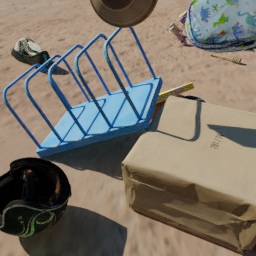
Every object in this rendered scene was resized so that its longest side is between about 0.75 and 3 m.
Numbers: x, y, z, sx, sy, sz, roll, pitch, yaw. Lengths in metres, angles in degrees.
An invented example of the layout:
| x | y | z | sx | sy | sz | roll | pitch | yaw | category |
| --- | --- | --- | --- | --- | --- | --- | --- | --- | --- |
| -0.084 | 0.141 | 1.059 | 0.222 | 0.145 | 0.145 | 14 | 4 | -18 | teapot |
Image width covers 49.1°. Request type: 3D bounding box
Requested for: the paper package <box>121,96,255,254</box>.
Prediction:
| x | y | z | sx | sy | sz | roll | pitch | yaw | category |
| --- | --- | --- | --- | --- | --- | --- | --- | --- | --- |
| 1.464 | 0.676 | 5.588 | 2.453 | 1.331 | 2.573 | 16 | 40 | 20 | paper package |

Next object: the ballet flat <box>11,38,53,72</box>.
| x | y | z | sx | sy | sz | roll | pitch | yaw | category |
| --- | --- | --- | --- | --- | --- | --- | --- | --- | --- |
| -3.835 | -3.035 | 11.033 | 2.594 | 0.887 | 0.882 | 28 | 46 | 33 | ballet flat |

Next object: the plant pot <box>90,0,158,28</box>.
| x | y | z | sx | sy | sz | roll | pitch | yaw | category |
| --- | --- | --- | --- | --- | --- | --- | --- | --- | --- |
| -0.130 | -2.301 | 4.661 | 1.256 | 1.256 | 0.580 | 8 | 27 | 11 | plant pot |

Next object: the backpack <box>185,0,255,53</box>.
| x | y | z | sx | sy | sz | roll | pitch | yaw | category |
| --- | --- | --- | --- | --- | --- | --- | --- | --- | --- |
| 2.496 | -2.644 | 6.690 | 1.691 | 1.794 | 2.199 | -21 | 16 | -41 | backpack |

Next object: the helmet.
| x | y | z | sx | sy | sz | roll | pitch | yaw | category |
| --- | --- | --- | --- | --- | --- | --- | --- | --- | --- |
| -1.748 | 1.240 | 4.872 | 1.327 | 1.265 | 1.327 | 28 | 38 | -24 | helmet |

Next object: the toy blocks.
| x | y | z | sx | sy | sz | roll | pitch | yaw | category |
| --- | --- | --- | --- | --- | --- | --- | --- | --- | --- |
| 2.978 | -4.696 | 12.955 | 1.405 | 1.669 | 1.560 | 42 | 27 | -13 | toy blocks |

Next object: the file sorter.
| x | y | z | sx | sy | sz | roll | pitch | yaw | category |
| --- | --- | --- | --- | --- | --- | --- | --- | --- | --- |
| -0.991 | -0.881 | 6.424 | 2.908 | 1.784 | 2.018 | -15 | 30 | 26 | file sorter |

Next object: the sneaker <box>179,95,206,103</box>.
| x | y | z | sx | sy | sz | roll | pitch | yaw | category |
| --- | --- | --- | --- | --- | --- | --- | --- | --- | --- |
| 1.704 | -0.754 | 8.383 | 1.154 | 0.422 | 0.472 | 2 | 28 | -13 | sneaker |

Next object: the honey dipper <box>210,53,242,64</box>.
| x | y | z | sx | sy | sz | roll | pitch | yaw | category |
| --- | --- | --- | --- | --- | --- | --- | --- | --- | --- |
| 3.924 | -2.870 | 11.378 | 1.309 | 0.249 | 0.249 | 24 | 43 | 32 | honey dipper |

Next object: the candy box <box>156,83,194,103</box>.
| x | y | z | sx | sy | sz | roll | pitch | yaw | category |
| --- | --- | --- | --- | --- | --- | --- | --- | --- | --- |
| 1.017 | -0.928 | 8.328 | 1.807 | 0.239 | 0.924 | -23 | 4 | -28 | candy box |
